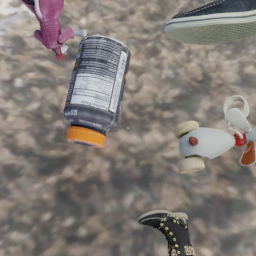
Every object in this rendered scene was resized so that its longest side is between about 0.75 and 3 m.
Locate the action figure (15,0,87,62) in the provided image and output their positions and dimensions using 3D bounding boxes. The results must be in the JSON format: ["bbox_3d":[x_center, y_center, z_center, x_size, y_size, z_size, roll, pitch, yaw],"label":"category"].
[{"bbox_3d":[-1.703,-2.320,6.244,1.137,1.264,1.698,-7,110,15],"label":"action figure"}]

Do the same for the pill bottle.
[{"bbox_3d":[-0.702,-0.721,6.076,1.190,1.190,2.241,11,80,4],"label":"pill bottle"}]

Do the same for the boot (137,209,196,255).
[{"bbox_3d":[0.789,2.123,5.546,1.184,0.433,0.891,14,45,-28],"label":"boot"}]

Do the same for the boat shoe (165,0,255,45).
[{"bbox_3d":[2.160,-2.323,5.506,2.898,1.081,0.902,-9,82,14],"label":"boat shoe"}]

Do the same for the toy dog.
[{"bbox_3d":[1.869,0.178,5.487,2.145,1.033,1.414,-30,74,-1],"label":"toy dog"}]
